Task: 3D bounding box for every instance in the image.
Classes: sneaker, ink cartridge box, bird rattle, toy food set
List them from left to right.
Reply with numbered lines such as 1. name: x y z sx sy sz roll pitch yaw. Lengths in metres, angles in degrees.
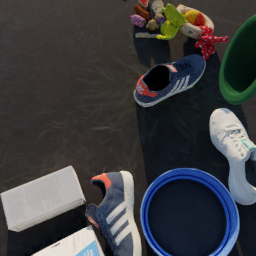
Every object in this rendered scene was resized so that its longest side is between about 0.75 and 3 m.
1. ink cartridge box: -1.759 3.559 5.953 2.842 2.055 1.197 -25 96 -11
2. sneaker: -0.444 2.517 7.057 1.243 1.102 2.941 2 54 -14
3. toy food set: 0.758 -4.416 10.782 1.353 0.335 2.128 0 65 0
4. sneaker: 1.471 -1.750 9.061 2.827 1.195 1.060 -35 70 -16
5. bird rattle: 2.382 -3.696 9.995 2.524 1.422 2.058 18 50 5
6. sneaker: 3.197 0.576 7.907 1.110 1.305 2.950 -10 65 -3

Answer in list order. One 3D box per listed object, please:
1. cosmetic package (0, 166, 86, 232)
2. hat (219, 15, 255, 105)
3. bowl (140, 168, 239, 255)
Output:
1. cosmetic package: -2.262 1.917 7.605 1.975 0.704 1.001 -21 67 -9
2. hat: 3.034 -1.074 5.641 1.791 2.035 1.685 11 47 -12
3. bowl: 1.609 2.370 7.510 2.566 0.504 2.566 0 65 0
